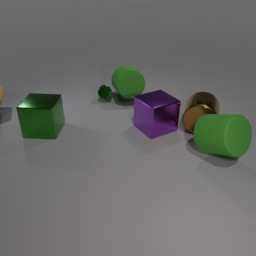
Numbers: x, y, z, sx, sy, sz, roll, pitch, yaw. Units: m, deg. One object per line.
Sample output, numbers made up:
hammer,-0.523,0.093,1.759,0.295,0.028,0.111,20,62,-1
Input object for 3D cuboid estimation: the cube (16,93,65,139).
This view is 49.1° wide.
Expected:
cube,-3.529,-0.509,11.540,1.400,1.400,1.400,2,31,4

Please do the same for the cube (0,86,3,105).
cube,-6.272,-1.135,11.913,1.400,1.400,1.400,20,24,-31

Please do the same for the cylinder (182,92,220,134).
cylinder,3.078,-0.625,11.729,1.400,1.400,1.400,9,32,15

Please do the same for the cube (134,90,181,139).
cube,1.176,-0.616,11.720,1.400,1.400,1.400,-16,35,-26

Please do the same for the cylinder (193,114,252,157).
cylinder,3.249,0.226,9.673,1.400,1.400,1.400,-20,13,-30

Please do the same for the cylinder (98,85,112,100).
cylinder,-1.157,-1.811,14.221,0.700,0.700,0.700,0,3,0

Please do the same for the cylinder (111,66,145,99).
cylinder,-0.011,-2.282,13.824,1.400,1.400,1.400,-7,21,-12
